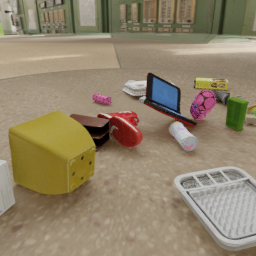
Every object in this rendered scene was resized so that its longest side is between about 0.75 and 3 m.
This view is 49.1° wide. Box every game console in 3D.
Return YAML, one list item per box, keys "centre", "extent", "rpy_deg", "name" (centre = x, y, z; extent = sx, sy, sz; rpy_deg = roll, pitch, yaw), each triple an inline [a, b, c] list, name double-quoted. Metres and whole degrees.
- centre: [1.661, -1.056, 10.469]
  extent: [1.986, 1.179, 1.712]
  rpy_deg: [17, 11, -39]
  name: "game console"

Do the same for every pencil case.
- centre: [2.753, -0.783, 10.463]
  extent: [0.815, 0.841, 1.796]
  rpy_deg: [-21, -10, 4]
  name: "pencil case"
- centre: [-1.212, -1.376, 13.092]
  extent: [0.933, 0.423, 0.437]
  rpy_deg: [20, 68, 33]
  name: "pencil case"
- centre: [1.781, 0.246, 9.159]
  extent: [0.571, 0.523, 1.259]
  rpy_deg: [37, 11, -27]
  name: "pencil case"

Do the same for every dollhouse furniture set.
- centre: [5.024, -0.794, 10.873]
  extent: [2.887, 1.115, 1.443]
  rpy_deg: [-12, 27, -26]
  name: "dollhouse furniture set"

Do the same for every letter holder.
- centre: [-1.459, 0.139, 9.227]
  extent: [1.479, 0.744, 1.051]
  rpy_deg: [10, 27, 21]
  name: "letter holder"

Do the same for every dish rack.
- centre: [1.120, -2.208, 14.622]
  extent: [2.529, 0.551, 2.171]
  rpy_deg: [-9, 20, -17]
  name: "dish rack"
- centre: [2.213, 1.675, 6.028]
  extent: [1.909, 0.484, 2.224]
  rpy_deg: [-6, 24, -16]
  name: "dish rack"

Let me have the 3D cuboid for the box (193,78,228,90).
- centre: [4.560, -2.459, 15.503]
  extent: [1.821, 0.456, 0.685]
  rpy_deg: [5, 24, 12]
  name: "box"

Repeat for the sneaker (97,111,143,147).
- centre: [0.050, -0.167, 9.648]
  extent: [1.386, 0.940, 2.399]
  rpy_deg: [-18, 30, -31]
  name: "sneaker"

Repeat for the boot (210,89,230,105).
- centre: [4.223, -1.468, 13.104]
  extent: [0.978, 0.518, 1.486]
  rpy_deg: [16, 16, 15]
  name: "boot"

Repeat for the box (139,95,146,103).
- centre: [1.111, -1.393, 13.388]
  extent: [0.765, 0.202, 0.981]
  rpy_deg: [14, 28, 31]
  name: "box"

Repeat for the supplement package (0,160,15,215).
- centre: [-3.364, 1.423, 5.756]
  extent: [1.137, 1.146, 1.510]
  rpy_deg: [9, 25, 19]
  name: "supplement package"

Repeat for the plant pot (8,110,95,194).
- centre: [-1.721, 0.707, 7.016]
  extent: [1.647, 1.600, 1.610]
  rpy_deg: [21, 31, 27]
  name: "plant pot"
